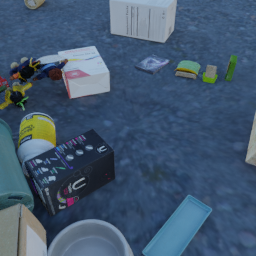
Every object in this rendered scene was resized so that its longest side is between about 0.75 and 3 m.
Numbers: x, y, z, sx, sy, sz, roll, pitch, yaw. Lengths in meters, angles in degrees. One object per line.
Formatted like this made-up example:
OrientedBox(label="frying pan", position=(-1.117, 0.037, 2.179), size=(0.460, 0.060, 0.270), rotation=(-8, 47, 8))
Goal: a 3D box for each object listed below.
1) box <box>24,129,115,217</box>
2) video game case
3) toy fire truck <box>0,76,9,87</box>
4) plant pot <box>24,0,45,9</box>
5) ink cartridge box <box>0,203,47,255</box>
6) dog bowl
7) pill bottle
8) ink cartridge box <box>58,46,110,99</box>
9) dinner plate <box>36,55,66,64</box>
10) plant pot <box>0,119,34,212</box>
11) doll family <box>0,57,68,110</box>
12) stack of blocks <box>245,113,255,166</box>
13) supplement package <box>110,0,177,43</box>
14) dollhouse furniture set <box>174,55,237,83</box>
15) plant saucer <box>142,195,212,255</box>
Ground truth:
OrientedBox(label="box", position=(-1.194, 0.932, 6.103), size=(1.684, 1.030, 0.893), rotation=(-28, 50, -26))
OrientedBox(label="video game case", position=(0.929, -2.424, 10.565), size=(0.837, 0.111, 1.172), rotation=(27, 47, 27))
OrientedBox(label="toy fire truck", position=(-4.414, -1.764, 9.396), size=(0.956, 0.674, 0.233), rotation=(30, 51, 30))
OrientedBox(label="plant pot", position=(-5.054, -7.122, 15.079), size=(1.329, 1.329, 1.419), rotation=(2, 56, 2))
OrientedBox(label="ink cartridge box", position=(-2.309, 2.793, 3.683), size=(2.367, 1.079, 2.873), rotation=(-18, 44, -2))
OrientedBox(label="dog bowl", position=(-0.690, 2.367, 4.916), size=(1.648, 0.483, 1.648), rotation=(0, 41, 0))
OrientedBox(label="pill bottle", position=(-2.205, 0.406, 6.818), size=(0.874, 0.874, 1.560), rotation=(-9, 42, -10))
OrientedBox(label="ink cartridge box", position=(-1.599, -2.087, 9.666), size=(1.373, 0.796, 2.358), rotation=(-13, 43, -14))
OrientedBox(label="dinner plate", position=(-2.516, -2.242, 9.048), size=(1.001, 0.121, 1.001), rotation=(-5, 24, 2))
OrientedBox(label="plant pot", position=(-2.906, 1.038, 5.481), size=(1.966, 1.966, 1.925), rotation=(-26, 55, -26))
OrientedBox(label="doll family", position=(-3.066, -1.385, 8.308), size=(2.787, 1.094, 1.611), rotation=(-45, 30, -7))
OrientedBox(label="stack of blocks", position=(3.820, 0.001, 6.847), size=(1.295, 0.659, 2.250), rotation=(21, 62, 8))
OrientedBox(label="supplement package", position=(0.668, -4.921, 12.280), size=(2.542, 1.522, 1.541), rotation=(16, 44, 17))
OrientedBox(label="dollhouse furniture set", position=(2.686, -2.210, 9.819), size=(2.008, 0.775, 1.003), rotation=(14, 43, 15))
OrientedBox(label="plant saucer", position=(1.008, 2.040, 5.538), size=(0.585, 0.159, 1.672), rotation=(29, 49, 29))
